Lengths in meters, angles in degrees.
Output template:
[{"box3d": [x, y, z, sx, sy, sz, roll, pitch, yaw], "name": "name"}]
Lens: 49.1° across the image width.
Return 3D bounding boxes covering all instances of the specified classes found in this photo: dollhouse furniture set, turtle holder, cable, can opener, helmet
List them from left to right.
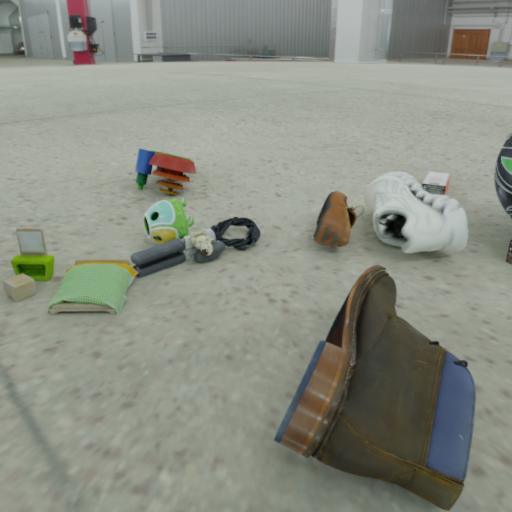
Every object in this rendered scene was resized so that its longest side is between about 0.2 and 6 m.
[{"box3d": [-3.654, 0.135, 9.539, 3.026, 1.168, 1.512, 0, 25, 0], "name": "dollhouse furniture set"}, {"box3d": [-1.809, -0.552, 11.549, 0.876, 1.234, 0.938, -11, -5, -24], "name": "turtle holder"}, {"box3d": [-1.445, -0.032, 10.719, 1.879, 0.501, 0.628, -22, 33, -37], "name": "can opener"}, {"box3d": [-0.478, -0.471, 11.970, 1.110, 0.345, 1.360, -3, 27, 6], "name": "cable"}, {"box3d": [6.349, -1.566, 11.150, 2.909, 3.052, 3.052, -30, 5, 37], "name": "helmet"}]

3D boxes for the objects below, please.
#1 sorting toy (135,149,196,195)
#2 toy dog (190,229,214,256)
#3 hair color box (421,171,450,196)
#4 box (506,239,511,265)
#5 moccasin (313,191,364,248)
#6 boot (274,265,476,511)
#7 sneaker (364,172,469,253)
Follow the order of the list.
[{"box3d": [-2.495, -2.221, 15.190, 1.555, 1.062, 2.587, 11, 10, -13], "name": "sorting toy"}, {"box3d": [-1.031, -0.206, 10.778, 0.343, 0.477, 0.492, -12, 44, -37], "name": "toy dog"}, {"box3d": [4.791, -1.901, 14.949, 0.631, 0.381, 1.244, 11, 26, 21], "name": "hair color box"}, {"box3d": [5.148, -0.069, 10.808, 0.401, 0.489, 0.405, -15, 28, -29], "name": "box"}, {"box3d": [1.794, -0.800, 12.014, 0.871, 0.825, 2.255, 21, 21, 2], "name": "moccasin"}, {"box3d": [1.701, 1.436, 6.999, 1.864, 1.437, 3.846, 27, 31, 12], "name": "boot"}, {"box3d": [2.991, -0.926, 11.882, 1.356, 1.257, 3.346, -17, 23, -9], "name": "sneaker"}]
